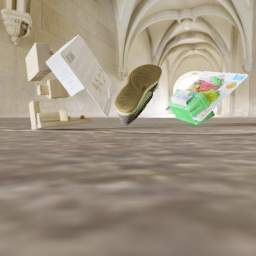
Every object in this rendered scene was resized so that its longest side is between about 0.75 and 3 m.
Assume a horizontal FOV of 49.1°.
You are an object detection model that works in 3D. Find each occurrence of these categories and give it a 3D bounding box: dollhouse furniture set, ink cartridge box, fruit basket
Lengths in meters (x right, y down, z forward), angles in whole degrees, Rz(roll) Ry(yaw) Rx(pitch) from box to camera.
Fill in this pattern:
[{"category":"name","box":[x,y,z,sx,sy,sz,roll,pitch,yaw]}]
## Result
[{"category":"dollhouse furniture set","box":[-1.380,-0.824,6.018,1.274,1.564,1.487,-7,2,-28]},{"category":"ink cartridge box","box":[-0.434,-0.534,2.916,0.184,0.734,0.845,-27,24,17]},{"category":"fruit basket","box":[2.246,-1.092,8.499,0.943,2.011,1.862,47,-9,-29]}]

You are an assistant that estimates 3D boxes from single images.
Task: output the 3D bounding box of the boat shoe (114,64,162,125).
[{"category":"boat shoe","box":[0.335,-1.193,9.372,1.009,0.893,2.756,23,49,18]}]
